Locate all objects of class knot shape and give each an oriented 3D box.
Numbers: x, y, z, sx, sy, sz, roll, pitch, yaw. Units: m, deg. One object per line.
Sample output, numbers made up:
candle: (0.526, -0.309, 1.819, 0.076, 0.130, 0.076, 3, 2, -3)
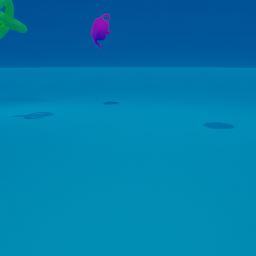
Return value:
knot shape: (-3.720, -2.984, 7.892, 1.367, 0.675, 1.461, -19, -13, 2)

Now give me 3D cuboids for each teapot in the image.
teapot: (-1.044, -3.742, 10.857, 0.668, 1.364, 0.848, 14, 27, -21)
